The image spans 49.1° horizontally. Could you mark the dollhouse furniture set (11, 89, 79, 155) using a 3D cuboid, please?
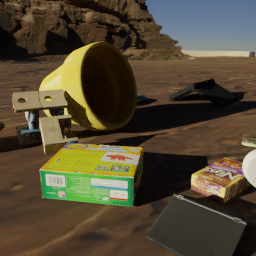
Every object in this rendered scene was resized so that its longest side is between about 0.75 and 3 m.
[{"bbox_3d":[-2.268,0.149,7.513,1.393,1.401,1.988,-7,48,-21],"label":"dollhouse furniture set"}]

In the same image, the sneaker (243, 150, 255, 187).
[{"bbox_3d":[3.261,0.656,5.692,2.646,0.974,1.561,7,21,-12],"label":"sneaker"}]

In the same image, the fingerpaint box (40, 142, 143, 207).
[{"bbox_3d":[-0.626,0.868,5.618,1.728,0.634,1.441,3,18,8],"label":"fingerpaint box"}]

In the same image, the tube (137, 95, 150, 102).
[{"bbox_3d":[-0.128,-1.411,13.307,1.026,0.668,2.650,23,23,34],"label":"tube"}]

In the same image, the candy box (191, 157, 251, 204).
[{"bbox_3d":[1.949,1.013,5.645,1.261,0.356,0.736,-17,24,-39],"label":"candy box"}]

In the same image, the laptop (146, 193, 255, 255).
[{"bbox_3d":[1.184,1.564,4.328,1.193,0.738,1.274,15,-6,40],"label":"laptop"}]

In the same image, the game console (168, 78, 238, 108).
[{"bbox_3d":[3.812,-1.528,14.210,2.400,1.588,2.729,-25,-3,39],"label":"game console"}]

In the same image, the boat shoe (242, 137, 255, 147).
[{"bbox_3d":[3.601,0.401,7.827,0.772,0.254,0.276,6,18,19],"label":"boat shoe"}]

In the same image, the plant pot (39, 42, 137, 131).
[{"bbox_3d":[-1.498,-1.217,9.446,2.592,2.755,2.755,-5,11,37],"label":"plant pot"}]
